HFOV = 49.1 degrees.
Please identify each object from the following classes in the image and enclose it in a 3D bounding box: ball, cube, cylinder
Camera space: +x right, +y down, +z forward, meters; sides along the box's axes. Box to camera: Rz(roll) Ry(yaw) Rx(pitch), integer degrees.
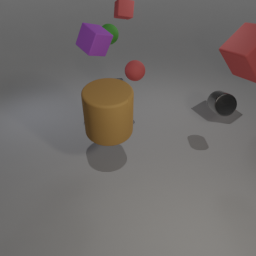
[{"bbox_3d":[-0.678,-3.292,9.833,0.700,0.700,0.700,0,31,0],"label":"ball"},{"bbox_3d":[-1.005,-2.622,8.339,0.700,0.700,0.700,-14,49,-48],"label":"cube"},{"bbox_3d":[-0.182,-5.168,12.210,0.700,0.700,0.700,0,14,-18],"label":"cube"},{"bbox_3d":[2.916,-0.773,8.733,0.700,0.700,0.700,-2,16,-3],"label":"cylinder"},{"bbox_3d":[-0.550,-0.455,7.874,1.400,1.400,1.400,0,41,0],"label":"cylinder"},{"bbox_3d":[0.238,-1.945,9.502,0.700,0.700,0.700,0,31,0],"label":"ball"},{"bbox_3d":[4.432,-2.682,9.983,1.400,1.400,1.400,-45,34,1],"label":"cube"}]
